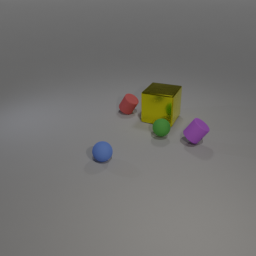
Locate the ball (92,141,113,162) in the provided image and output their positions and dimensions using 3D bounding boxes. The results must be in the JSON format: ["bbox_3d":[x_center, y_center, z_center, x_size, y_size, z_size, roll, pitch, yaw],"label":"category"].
[{"bbox_3d":[-0.874,0.802,9.578,0.700,0.700,0.700,0,29,0],"label":"ball"}]

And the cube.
[{"bbox_3d":[1.472,-1.058,12.261,1.400,1.400,1.400,11,30,22],"label":"cube"}]

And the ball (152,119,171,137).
[{"bbox_3d":[1.300,-0.018,10.890,0.700,0.700,0.700,0,29,0],"label":"ball"}]

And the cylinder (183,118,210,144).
[{"bbox_3d":[2.531,0.104,10.390,0.700,0.700,0.700,27,31,-18],"label":"cylinder"}]

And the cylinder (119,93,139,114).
[{"bbox_3d":[0.031,-1.105,12.875,0.700,0.700,0.700,20,41,-18],"label":"cylinder"}]
